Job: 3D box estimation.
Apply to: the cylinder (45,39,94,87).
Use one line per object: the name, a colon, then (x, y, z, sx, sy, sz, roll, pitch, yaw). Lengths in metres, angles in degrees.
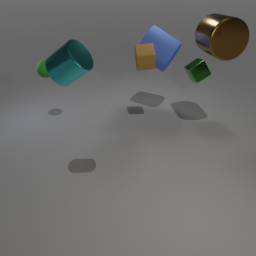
cylinder: (-1.174, -1.297, 5.638, 0.700, 0.700, 0.700, -26, 16, 30)

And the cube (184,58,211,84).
cube: (2.864, -2.367, 11.556, 0.700, 0.700, 0.700, -34, 22, 5)

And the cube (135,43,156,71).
cube: (0.641, -2.687, 10.593, 0.700, 0.700, 0.700, -5, 52, -1)

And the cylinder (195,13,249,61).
cylinder: (3.248, -3.207, 9.818, 1.400, 1.400, 1.400, -4, 27, -8)

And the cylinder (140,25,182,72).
cylinder: (1.301, -3.337, 11.822, 1.400, 1.400, 1.400, 35, 36, 3)

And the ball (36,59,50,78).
ball: (-3.203, -2.299, 10.857, 0.700, 0.700, 0.700, 0, 29, 0)
